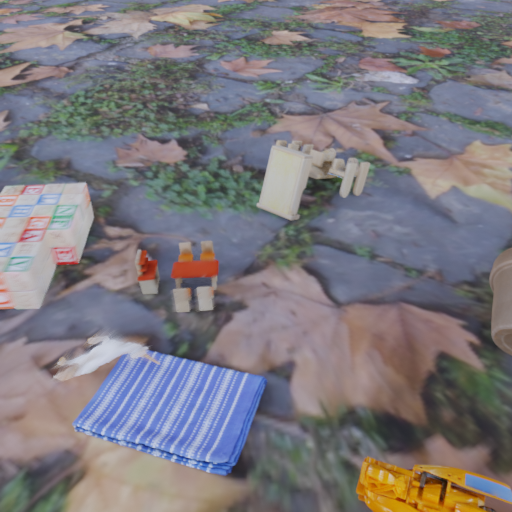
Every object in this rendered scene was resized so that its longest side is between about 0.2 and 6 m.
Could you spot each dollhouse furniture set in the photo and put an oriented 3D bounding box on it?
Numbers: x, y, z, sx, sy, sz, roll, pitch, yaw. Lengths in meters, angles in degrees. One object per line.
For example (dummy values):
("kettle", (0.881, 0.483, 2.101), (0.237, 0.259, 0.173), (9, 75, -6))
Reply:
("dollhouse furniture set", (-1.184, 0.221, 8.595), (1.214, 0.632, 1.227), (-3, 36, 0))
("dollhouse furniture set", (0.967, -1.457, 10.904), (1.690, 1.197, 1.840), (25, 22, 29))

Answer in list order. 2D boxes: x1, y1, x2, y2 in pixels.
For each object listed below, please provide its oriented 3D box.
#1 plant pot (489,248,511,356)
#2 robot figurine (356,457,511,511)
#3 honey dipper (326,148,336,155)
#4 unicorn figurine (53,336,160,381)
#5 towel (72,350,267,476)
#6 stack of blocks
("plant pot", (3.742, 0.730, 7.578), (1.376, 1.376, 1.200), (20, 60, 25))
("robot figurine", (2.032, 2.768, 4.699), (2.637, 0.768, 1.912), (11, 60, 23))
("honey dipper", (1.296, -2.071, 12.175), (1.087, 0.206, 0.206), (-30, 45, -30))
("unicorn figurine", (-1.937, 1.270, 7.096), (1.145, 0.786, 0.423), (-15, 75, 20))
("towel", (-1.000, 1.784, 6.848), (2.025, 0.241, 1.466), (10, 37, 14))
("stack of blocks", (-3.665, -0.237, 9.157), (1.458, 0.742, 2.532), (-2, 37, -2))
